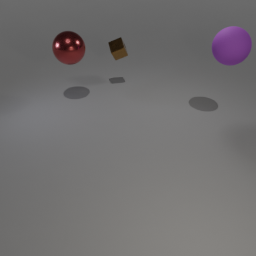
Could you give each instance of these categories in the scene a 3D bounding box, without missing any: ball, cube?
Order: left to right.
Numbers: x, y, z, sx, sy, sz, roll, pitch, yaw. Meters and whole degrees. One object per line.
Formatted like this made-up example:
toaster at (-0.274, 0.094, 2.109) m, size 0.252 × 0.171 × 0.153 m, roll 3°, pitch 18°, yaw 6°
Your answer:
ball at (-2.522, -3.419, 11.982) m, size 1.400 × 1.400 × 1.400 m, roll 0°, pitch 33°, yaw 0°
cube at (-0.485, -3.937, 13.963) m, size 0.700 × 0.700 × 0.700 m, roll -19°, pitch 67°, yaw 11°
ball at (3.849, -3.044, 10.434) m, size 1.400 × 1.400 × 1.400 m, roll 0°, pitch 33°, yaw 0°
